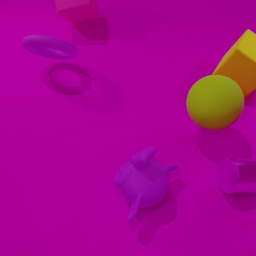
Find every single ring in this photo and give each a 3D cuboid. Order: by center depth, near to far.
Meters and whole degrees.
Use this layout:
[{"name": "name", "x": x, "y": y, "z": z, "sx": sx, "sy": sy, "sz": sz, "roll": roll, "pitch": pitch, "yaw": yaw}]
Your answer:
[{"name": "ring", "x": -2.418, "y": -2.504, "z": 8.777, "sx": 1.710, "sy": 1.710, "sz": 0.342, "roll": 7, "pitch": 90, "yaw": 5}]

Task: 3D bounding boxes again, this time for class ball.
[{"name": "ball", "x": 2.178, "y": -0.634, "z": 7.039, "sx": 1.373, "sy": 1.373, "sz": 1.373, "roll": 0, "pitch": 54, "yaw": 0}]

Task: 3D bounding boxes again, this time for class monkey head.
[{"name": "monkey head", "x": 0.445, "y": 1.090, "z": 6.208, "sx": 1.152, "sy": 1.375, "sz": 1.911, "roll": 46, "pitch": 54, "yaw": 6}]

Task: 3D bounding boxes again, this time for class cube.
[{"name": "cube", "x": 3.572, "y": -1.923, "z": 8.481, "sx": 1.228, "sy": 1.228, "sz": 1.228, "roll": 37, "pitch": 55, "yaw": 2}, {"name": "cube", "x": -1.892, "y": -4.771, "z": 10.249, "sx": 1.254, "sy": 1.254, "sz": 1.254, "roll": -10, "pitch": 91, "yaw": 8}]

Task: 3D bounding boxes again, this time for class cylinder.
[{"name": "cylinder", "x": 2.706, "y": 1.127, "z": 6.651, "sx": 0.840, "sy": 0.840, "sz": 0.840, "roll": 4, "pitch": 52, "yaw": -15}]
